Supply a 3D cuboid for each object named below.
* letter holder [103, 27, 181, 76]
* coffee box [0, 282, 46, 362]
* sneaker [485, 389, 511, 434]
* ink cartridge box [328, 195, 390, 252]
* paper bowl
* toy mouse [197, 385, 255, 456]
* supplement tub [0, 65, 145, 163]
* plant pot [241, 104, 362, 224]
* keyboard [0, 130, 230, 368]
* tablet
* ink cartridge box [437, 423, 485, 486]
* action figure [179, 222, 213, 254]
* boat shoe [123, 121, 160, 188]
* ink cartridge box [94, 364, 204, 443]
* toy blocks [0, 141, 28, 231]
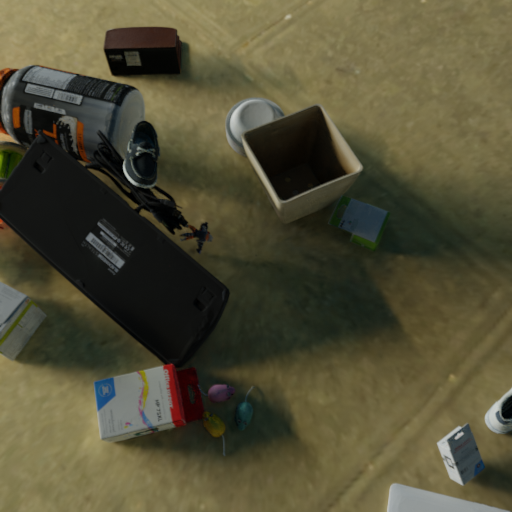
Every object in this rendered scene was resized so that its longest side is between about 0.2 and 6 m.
[{"bbox_3d":[-2.609,-4.946,13.080,1.640,0.825,1.165,-1,63,-1],"label":"letter holder"},{"bbox_3d":[-4.676,1.117,10.139,1.049,1.038,1.050,26,68,11],"label":"coffee box"},{"bbox_3d":[4.810,2.440,9.747,1.822,0.645,0.665,-37,70,-16],"label":"sneaker"},{"bbox_3d":[2.065,-0.676,11.331,1.058,0.401,0.782,23,68,12],"label":"ink cartridge box"},{"bbox_3d":[-0.004,-2.825,12.108,1.322,0.688,1.322,0,72,0],"label":"paper bowl"},{"bbox_3d":[-0.456,2.630,9.847,1.125,0.245,1.266,-33,74,-16],"label":"toy mouse"},{"bbox_3d":[-3.906,-2.919,11.626,2.849,1.746,1.746,14,66,7],"label":"supplement tub"},{"bbox_3d":[0.828,-1.636,11.148,1.739,1.540,1.737,-23,67,-11],"label":"plant pot"},{"bbox_3d":[-2.506,-0.365,10.732,4.975,0.986,2.589,40,98,7],"label":"keyboard"},{"bbox_3d":[3.117,4.600,9.035,2.063,0.141,1.342,12,66,5],"label":"tablet"},{"bbox_3d":[3.363,3.227,9.267,0.536,0.309,0.925,-28,104,-20],"label":"ink cartridge box"},{"bbox_3d":[-1.174,-0.336,11.011,0.651,0.352,0.673,7,105,-1],"label":"action figure"},{"bbox_3d":[-2.121,-1.924,10.449,0.653,0.521,1.726,7,40,-26],"label":"boat shoe"},{"bbox_3d":[-1.838,2.522,9.739,1.742,0.586,1.012,-13,66,-6],"label":"ink cartridge box"},{"bbox_3d":[-5.704,-0.993,11.187,2.140,0.932,2.568,2,69,-3],"label":"toy blocks"}]
